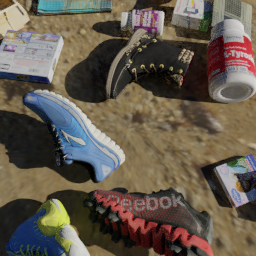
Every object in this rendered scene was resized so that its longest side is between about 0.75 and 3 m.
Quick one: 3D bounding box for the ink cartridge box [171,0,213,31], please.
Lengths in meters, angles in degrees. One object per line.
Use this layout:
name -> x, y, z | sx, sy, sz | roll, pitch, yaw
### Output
ink cartridge box -> 2.074, -3.699, 9.038 | 1.181, 0.517, 0.858 | 15, 66, 9

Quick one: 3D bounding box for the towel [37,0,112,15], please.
towel -> -1.813, -4.643, 9.621 | 2.523, 0.274, 1.850 | -2, 65, -1

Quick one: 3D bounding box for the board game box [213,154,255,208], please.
board game box -> 2.804, 1.280, 6.848 | 1.033, 0.213, 1.036 | -19, 66, -9

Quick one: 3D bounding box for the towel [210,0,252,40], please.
towel -> 3.261, -3.511, 8.870 | 1.492, 0.268, 1.549 | 17, 69, -13

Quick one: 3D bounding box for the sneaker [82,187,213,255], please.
sneaker -> 0.469, 1.908, 6.119 | 2.987, 1.056, 1.459 | 16, 42, 23

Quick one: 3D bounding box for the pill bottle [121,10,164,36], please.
pill bottle -> 0.441, -3.287, 8.732 | 1.298, 0.728, 0.728 | 4, 65, 3

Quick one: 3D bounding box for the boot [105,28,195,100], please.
boot -> 0.637, -1.597, 7.851 | 1.908, 0.927, 2.534 | 23, 61, 11

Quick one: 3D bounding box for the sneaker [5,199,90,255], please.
sneaker -> -1.543, 2.380, 5.317 | 1.314, 2.501, 0.947 | -32, 112, -15

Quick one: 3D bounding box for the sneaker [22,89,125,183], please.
sneaker -> -1.385, 0.232, 6.477 | 2.760, 1.084, 1.230 | 42, 70, -8

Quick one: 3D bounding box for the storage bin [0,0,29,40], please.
storage bin -> -4.523, -3.752, 8.838 | 1.958, 0.924, 1.972 | -36, 69, -15

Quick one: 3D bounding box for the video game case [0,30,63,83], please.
video game case -> -2.971, -2.150, 8.367 | 1.728, 0.393, 1.566 | 8, 65, 4

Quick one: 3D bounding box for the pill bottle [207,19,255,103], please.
pill bottle -> 2.831, -1.889, 7.795 | 1.210, 1.210, 2.156 | 4, 65, 2
